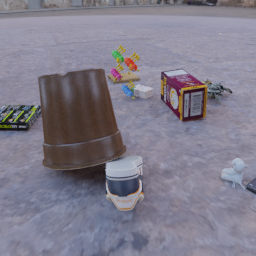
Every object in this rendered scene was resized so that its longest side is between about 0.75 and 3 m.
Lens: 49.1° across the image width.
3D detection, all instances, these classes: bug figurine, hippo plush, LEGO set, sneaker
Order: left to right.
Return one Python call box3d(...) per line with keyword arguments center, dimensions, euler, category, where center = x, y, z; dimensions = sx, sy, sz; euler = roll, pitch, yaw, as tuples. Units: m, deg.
box3d(center=(-0.191, -2.648, 13.393), dimensions=(0.659, 2.560, 1.985), euler=(-26, 60, -23), category="bug figurine")
box3d(center=(-0.108, 1.415, 7.680), dimensions=(1.079, 1.092, 2.751), euler=(-5, 2, 6), category="sneaker")
box3d(center=(4.237, -2.123, 14.410), dimensions=(1.868, 0.815, 2.876), euler=(-11, 30, -19), category="LEGO set")
box3d(center=(3.123, 1.248, 8.235), dimensions=(0.663, 0.669, 0.832), euler=(6, 29, 12), category="hippo plush")

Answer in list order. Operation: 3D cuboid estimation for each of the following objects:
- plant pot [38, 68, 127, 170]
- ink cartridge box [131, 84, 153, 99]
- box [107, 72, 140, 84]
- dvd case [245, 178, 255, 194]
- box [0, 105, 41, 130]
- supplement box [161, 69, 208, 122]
box3d(center=(-1.511, -0.397, 8.559), dimensions=(2.632, 2.606, 2.632), euler=(-8, 9, 1), category="plant pot")
box3d(center=(0.712, -1.866, 14.357), dimensions=(0.972, 0.408, 0.704), euler=(21, 34, 34), category="ink cartridge box")
box3d(center=(-0.283, -3.027, 16.788), dimensions=(1.632, 0.174, 1.334), euler=(-10, 29, -18), category="box")
box3d(center=(4.881, 1.630, 8.026), dimensions=(2.471, 0.197, 1.837), euler=(-20, 34, -33), category="dvd case")
box3d(center=(-4.747, -0.469, 11.748), dimensions=(1.728, 0.425, 1.790), euler=(2, 27, 0), category="box")
box3d(center=(2.429, -1.565, 12.621), dimensions=(1.141, 1.470, 2.664), euler=(-9, 29, -10), category="supplement box")
